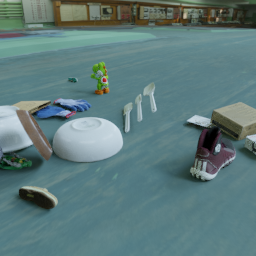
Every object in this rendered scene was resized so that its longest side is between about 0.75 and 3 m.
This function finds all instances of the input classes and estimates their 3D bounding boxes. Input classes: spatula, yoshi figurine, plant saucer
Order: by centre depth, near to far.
[{"bbox_3d":[-2.676,0.154,8.165,0.298,1.730,1.730,-32,34,-12],"label":"plant saucer"},{"bbox_3d":[0.458,-0.882,11.224,1.781,0.206,2.561,-36,22,18],"label":"spatula"},{"bbox_3d":[-1.435,-2.590,14.326,0.908,1.621,0.911,1,26,4],"label":"yoshi figurine"}]

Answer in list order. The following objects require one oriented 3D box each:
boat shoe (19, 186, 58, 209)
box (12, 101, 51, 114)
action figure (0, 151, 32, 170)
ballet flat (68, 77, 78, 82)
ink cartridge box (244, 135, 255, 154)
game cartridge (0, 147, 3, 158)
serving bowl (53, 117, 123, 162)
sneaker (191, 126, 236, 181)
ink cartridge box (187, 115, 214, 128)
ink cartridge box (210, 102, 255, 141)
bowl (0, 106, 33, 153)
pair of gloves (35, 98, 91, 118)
[{"bbox_3d":[-2.140,1.634,6.921,1.167,0.418,0.445,14,17,27],"label":"boat shoe"},{"bbox_3d":[-4.428,-0.867,11.993,1.773,0.189,1.449,1,24,28],"label":"box"},{"bbox_3d":[-3.542,0.966,8.341,1.455,0.398,0.860,7,22,7],"label":"action figure"},{"bbox_3d":[-3.192,-2.855,16.524,0.766,0.266,0.266,17,30,33],"label":"ballet flat"},{"bbox_3d":[4.377,0.600,9.037,0.700,0.404,0.964,-8,27,-17],"label":"ink cartridge box"},{"bbox_3d":[-4.925,1.161,7.283,1.965,0.596,2.947,17,39,24],"label":"game cartridge"},{"bbox_3d":[-1.360,0.202,9.449,2.380,0.783,2.380,0,25,0],"label":"serving bowl"},{"bbox_3d":[2.642,0.468,8.208,0.885,1.351,2.339,16,30,30],"label":"sneaker"},{"bbox_3d":[2.861,-0.204,10.981,0.893,0.194,0.775,21,34,36],"label":"ink cartridge box"},{"bbox_3d":[4.185,-0.297,10.499,1.673,0.628,1.378,-16,37,-30],"label":"ink cartridge box"},{"bbox_3d":[-4.280,-0.106,9.657,2.363,1.062,2.363,0,22,0],"label":"bowl"},{"bbox_3d":[-2.866,-0.850,12.274,1.908,0.270,2.374,11,26,25],"label":"pair of gloves"}]
